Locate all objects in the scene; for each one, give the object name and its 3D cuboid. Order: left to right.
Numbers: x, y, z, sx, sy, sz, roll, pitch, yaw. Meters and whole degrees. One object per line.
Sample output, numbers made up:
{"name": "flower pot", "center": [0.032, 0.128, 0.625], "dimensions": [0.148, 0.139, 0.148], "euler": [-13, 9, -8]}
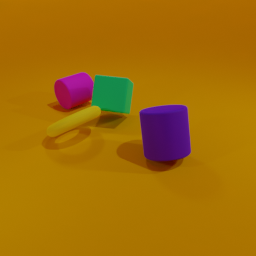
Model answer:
{"name": "ring", "center": [-1.429, -0.174, 7.434], "dimensions": [1.531, 0.306, 1.531], "euler": [-25, 4, 2]}
{"name": "cylinder", "center": [-1.792, -1.268, 9.456], "dimensions": [1.015, 1.015, 1.015], "euler": [-27, 38, -37]}
{"name": "cube", "center": [-0.442, -0.971, 8.326], "dimensions": [0.985, 0.985, 0.985], "euler": [8, 2, 10]}
{"name": "cylinder", "center": [0.866, 0.087, 6.521], "dimensions": [1.103, 1.103, 1.103], "euler": [-7, 11, 1]}
